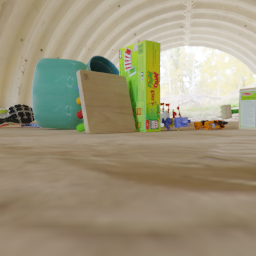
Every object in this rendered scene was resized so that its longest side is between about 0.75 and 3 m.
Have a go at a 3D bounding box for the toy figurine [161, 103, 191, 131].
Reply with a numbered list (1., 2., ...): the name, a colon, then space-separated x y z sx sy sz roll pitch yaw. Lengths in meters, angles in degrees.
1. toy figurine: 1.232 -0.286 7.748 1.523 0.804 0.913 -2 8 -36

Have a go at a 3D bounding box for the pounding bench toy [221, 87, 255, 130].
1. pounding bench toy: 4.066 -0.563 8.562 1.534 1.221 1.966 -1 2 -35

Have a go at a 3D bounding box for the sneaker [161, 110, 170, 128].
1. sneaker: 0.857 -0.390 10.767 1.605 0.738 0.608 0 1 14

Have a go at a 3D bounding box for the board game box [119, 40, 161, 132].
1. board game box: 0.288 -1.020 7.274 0.526 2.208 1.122 -1 2 -37

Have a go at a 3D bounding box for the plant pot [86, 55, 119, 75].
1. plant pot: -1.442 -1.878 12.156 1.732 1.843 1.843 -32 -19 37

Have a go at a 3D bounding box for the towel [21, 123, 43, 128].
1. towel: -3.399 -0.079 10.963 1.368 0.163 0.990 4 2 34

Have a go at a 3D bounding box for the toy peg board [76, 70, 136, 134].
1. toy peg board: -0.652 -0.516 6.616 1.412 1.406 0.691 -2 -13 -45

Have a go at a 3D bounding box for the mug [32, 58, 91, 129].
1. mug: -1.852 -1.235 8.814 1.610 2.604 2.139 4 -27 -2

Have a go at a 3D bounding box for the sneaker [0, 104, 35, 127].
1. sneaker: -4.494 -0.420 10.460 2.035 0.784 0.864 -9 -2 -37

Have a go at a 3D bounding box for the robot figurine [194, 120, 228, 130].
1. robot figurine: 2.459 -0.090 8.258 1.023 0.298 0.741 -2 3 -37
